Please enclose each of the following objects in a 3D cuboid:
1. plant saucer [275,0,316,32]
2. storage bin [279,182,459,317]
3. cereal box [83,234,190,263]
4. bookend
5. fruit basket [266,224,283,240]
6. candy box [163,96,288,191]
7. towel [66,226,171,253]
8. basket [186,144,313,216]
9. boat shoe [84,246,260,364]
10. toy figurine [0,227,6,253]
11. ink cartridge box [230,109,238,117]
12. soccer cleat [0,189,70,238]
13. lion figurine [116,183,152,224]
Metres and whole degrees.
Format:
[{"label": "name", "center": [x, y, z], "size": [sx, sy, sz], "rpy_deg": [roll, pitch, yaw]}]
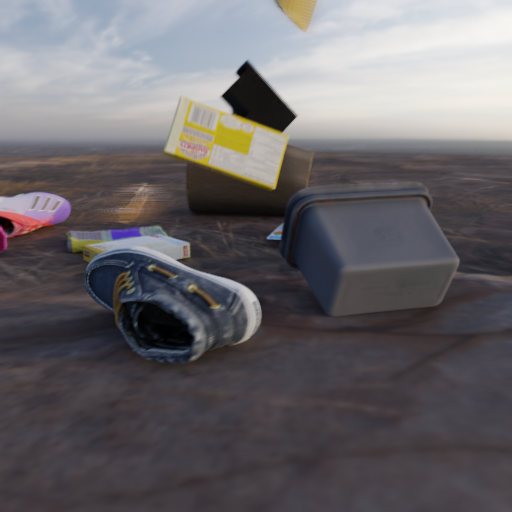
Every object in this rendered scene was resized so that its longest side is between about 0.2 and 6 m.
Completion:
[{"label": "plant saucer", "center": [0.458, -2.875, 5.724], "size": [0.227, 0.935, 0.935], "rpy_deg": [22, 14, 14]}, {"label": "storage bin", "center": [1.712, 0.059, 8.461], "size": [2.375, 1.729, 1.595], "rpy_deg": [-3, 42, -15]}, {"label": "cereal box", "center": [-2.372, -0.082, 11.153], "size": [1.748, 0.346, 1.258], "rpy_deg": [-11, 17, -38]}, {"label": "bookend", "center": [-0.227, -2.625, 10.601], "size": [1.427, 1.418, 0.657], "rpy_deg": [-49, 15, -15]}, {"label": "fruit basket", "center": [1.205, -0.655, 12.693], "size": [1.527, 0.773, 1.649], "rpy_deg": [6, 18, 22]}, {"label": "candy box", "center": [-0.471, -1.802, 9.088], "size": [1.888, 0.965, 0.249], "rpy_deg": [18, -7, -14]}, {"label": "towel", "center": [-3.120, -0.398, 12.669], "size": [2.281, 0.260, 1.638], "rpy_deg": [-4, 13, -15]}, {"label": "basket", "center": [-0.125, -2.347, 16.193], "size": [3.327, 2.999, 2.262], "rpy_deg": [9, 46, 6]}, {"label": "boat shoe", "center": [-1.455, 0.535, 7.078], "size": [2.878, 1.018, 1.306], "rpy_deg": [11, 13, 31]}, {"label": "toy figurine", "center": [-5.644, -0.264, 11.127], "size": [1.284, 1.048, 1.395], "rpy_deg": [3, 32, -30]}, {"label": "ink cartridge box", "center": [-0.292, -4.104, 14.932], "size": [0.897, 0.889, 0.195], "rpy_deg": [-22, -23, 21]}, {"label": "soccer cleat", "center": [-5.790, -0.911, 13.576], "size": [1.231, 1.147, 3.364], "rpy_deg": [43, 22, 22]}, {"label": "lion figurine", "center": [-1.587, -0.684, 7.417], "size": [0.250, 0.423, 0.691], "rpy_deg": [35, 25, -3]}]
